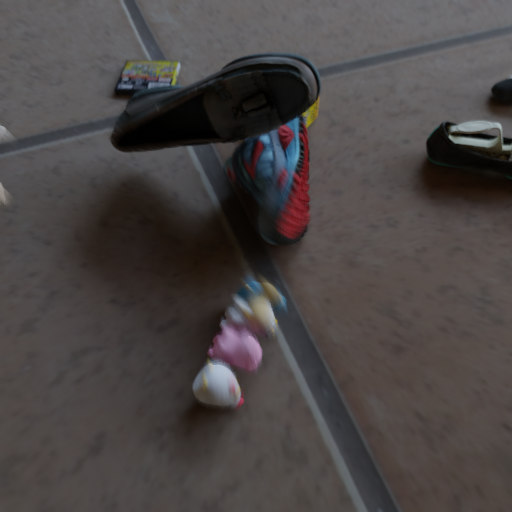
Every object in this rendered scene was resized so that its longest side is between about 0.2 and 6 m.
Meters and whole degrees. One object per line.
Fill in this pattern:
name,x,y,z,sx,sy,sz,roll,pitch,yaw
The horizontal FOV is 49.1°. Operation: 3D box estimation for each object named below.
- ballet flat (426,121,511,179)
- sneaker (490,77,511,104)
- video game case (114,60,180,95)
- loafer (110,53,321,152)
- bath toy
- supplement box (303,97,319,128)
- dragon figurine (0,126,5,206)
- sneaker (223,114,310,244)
ballet flat,3.974,-1.686,9.001,2.383,0.815,0.810,10,51,7
sneaker,5.234,-3.350,10.336,1.820,0.806,0.674,-14,55,-9
video game case,-2.080,-3.431,10.796,1.086,0.138,0.981,3,52,5
loafer,-0.679,-2.030,8.198,3.293,1.183,1.036,-5,38,28
bath toy,-0.177,1.119,6.947,0.624,0.734,1.689,35,55,-13
supplement box,0.519,-2.750,9.980,1.068,0.582,0.585,28,57,21
dragon figurine,-4.477,-0.939,7.418,1.925,1.139,3.872,1,46,-13
sneaker,0.144,-1.153,8.631,1.307,1.085,2.736,-6,45,14
